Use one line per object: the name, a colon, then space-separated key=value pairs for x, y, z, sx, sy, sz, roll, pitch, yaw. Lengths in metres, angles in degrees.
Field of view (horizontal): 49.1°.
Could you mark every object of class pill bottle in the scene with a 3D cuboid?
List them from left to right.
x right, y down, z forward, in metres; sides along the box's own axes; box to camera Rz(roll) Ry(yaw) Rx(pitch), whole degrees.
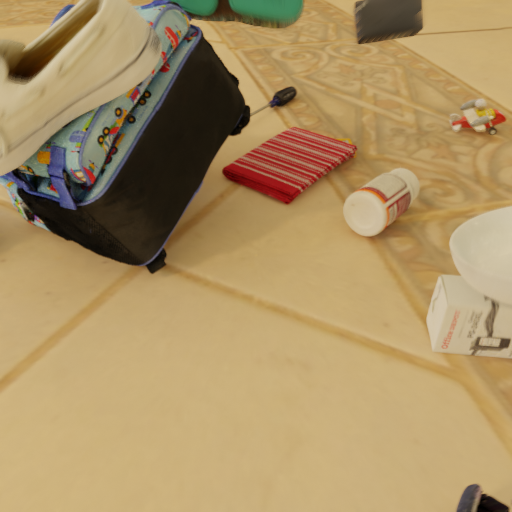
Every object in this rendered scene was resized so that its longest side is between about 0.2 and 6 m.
pill bottle: x=1.962 y=-0.862 z=8.623 sx=0.710 sy=0.710 sz=1.295 roll=26 pitch=41 yaw=30

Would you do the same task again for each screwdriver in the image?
screwdriver: x=0.185 y=-3.162 z=12.095 sx=0.332 sy=0.346 sz=2.382 roll=22 pitch=46 yaw=27

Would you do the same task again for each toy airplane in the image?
toy airplane: x=4.400 y=-2.829 z=11.287 sx=0.982 sy=0.696 sz=0.987 roll=-29 pitch=47 yaw=-31

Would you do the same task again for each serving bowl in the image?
serving bowl: x=3.003 y=0.053 z=5.829 sx=1.832 sy=0.602 sz=1.832 roll=-12 pitch=23 yaw=5

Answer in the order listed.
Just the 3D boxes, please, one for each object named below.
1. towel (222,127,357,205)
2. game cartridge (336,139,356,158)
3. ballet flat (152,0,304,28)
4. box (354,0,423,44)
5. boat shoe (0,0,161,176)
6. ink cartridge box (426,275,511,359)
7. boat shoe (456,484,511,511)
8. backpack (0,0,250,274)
towel: x=0.628 y=-1.708 z=10.156 sx=1.579 sy=0.246 sz=2.184 roll=26 pitch=46 yaw=30
game cartridge: x=1.602 y=-2.076 z=10.793 sx=0.555 sy=0.102 sz=0.630 roll=-2 pitch=38 yaw=-3
ballet flat: x=-0.515 y=-3.606 z=7.671 sx=2.326 sy=0.863 sz=0.863 roll=10 pitch=35 yaw=-16
box: x=2.105 y=-3.809 z=9.012 sx=0.988 sy=0.590 sz=1.005 roll=-5 pitch=15 yaw=11
boat shoe: x=-2.497 y=-1.822 z=5.771 sx=2.920 sy=1.245 sz=1.079 roll=-24 pitch=58 yaw=15
ink cartridge box: x=2.692 y=0.720 z=6.501 sx=1.223 sy=0.888 sz=0.510 roll=3 pitch=43 yaw=5
boat shoe: x=1.417 y=2.693 z=3.795 sx=0.863 sy=1.072 sz=2.312 roll=12 pitch=39 yaw=15
backpack: x=-2.437 y=-1.892 z=8.134 sx=3.641 sy=2.449 sz=3.324 roll=18 pitch=71 yaw=33
